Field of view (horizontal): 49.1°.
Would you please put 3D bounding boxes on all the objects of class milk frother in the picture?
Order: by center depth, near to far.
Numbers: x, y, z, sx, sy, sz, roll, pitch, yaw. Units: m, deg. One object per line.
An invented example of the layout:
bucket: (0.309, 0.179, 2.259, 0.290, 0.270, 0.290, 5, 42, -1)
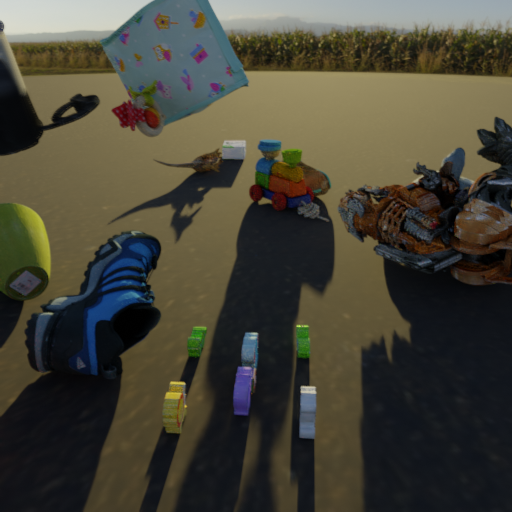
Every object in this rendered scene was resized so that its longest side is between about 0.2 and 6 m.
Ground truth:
milk frother: (-3.098, -2.310, 7.390, 1.467, 1.529, 1.626, 24, 54, 22)

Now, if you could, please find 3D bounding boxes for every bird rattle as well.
bird rattle: (-1.383, -1.793, 7.011, 0.457, 0.661, 0.811, -18, 44, 26)

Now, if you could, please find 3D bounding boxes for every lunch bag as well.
lunch bag: (-1.000, -2.633, 7.428, 1.728, 1.472, 1.054, -12, 22, 42)

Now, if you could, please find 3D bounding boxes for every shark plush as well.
shark plush: (3.842, -1.041, 11.643, 3.693, 1.678, 1.538, -19, 60, -47)

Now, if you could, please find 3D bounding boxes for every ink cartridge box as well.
ink cartridge box: (-0.712, -3.443, 18.160, 0.726, 0.419, 0.998, 0, 23, 0)

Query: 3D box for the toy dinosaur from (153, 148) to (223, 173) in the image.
toy dinosaur: (-1.667, -2.650, 16.254, 1.238, 0.704, 2.331, -6, 6, 37)

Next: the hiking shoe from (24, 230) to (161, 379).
hiking shoe: (-1.870, 0.682, 7.899, 1.308, 1.122, 3.016, 13, 35, 10)

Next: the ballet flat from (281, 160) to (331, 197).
ballet flat: (1.033, -2.054, 14.672, 0.889, 0.833, 2.458, -26, 33, -11)

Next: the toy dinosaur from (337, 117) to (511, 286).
toy dinosaur: (3.868, -0.402, 9.688, 4.744, 2.423, 3.220, 37, 52, 20)

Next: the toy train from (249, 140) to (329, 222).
toy train: (0.883, -1.818, 13.010, 1.068, 1.460, 2.524, -17, 28, -33)

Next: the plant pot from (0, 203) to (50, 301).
plant pot: (-3.908, 0.064, 9.100, 1.336, 1.336, 1.427, -15, 41, -31)

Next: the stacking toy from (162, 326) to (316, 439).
stacking toy: (-0.125, 1.358, 6.797, 1.625, 0.506, 2.155, 1, 22, 3)
